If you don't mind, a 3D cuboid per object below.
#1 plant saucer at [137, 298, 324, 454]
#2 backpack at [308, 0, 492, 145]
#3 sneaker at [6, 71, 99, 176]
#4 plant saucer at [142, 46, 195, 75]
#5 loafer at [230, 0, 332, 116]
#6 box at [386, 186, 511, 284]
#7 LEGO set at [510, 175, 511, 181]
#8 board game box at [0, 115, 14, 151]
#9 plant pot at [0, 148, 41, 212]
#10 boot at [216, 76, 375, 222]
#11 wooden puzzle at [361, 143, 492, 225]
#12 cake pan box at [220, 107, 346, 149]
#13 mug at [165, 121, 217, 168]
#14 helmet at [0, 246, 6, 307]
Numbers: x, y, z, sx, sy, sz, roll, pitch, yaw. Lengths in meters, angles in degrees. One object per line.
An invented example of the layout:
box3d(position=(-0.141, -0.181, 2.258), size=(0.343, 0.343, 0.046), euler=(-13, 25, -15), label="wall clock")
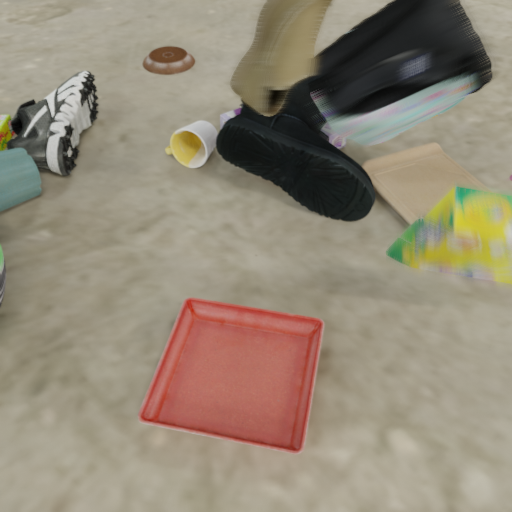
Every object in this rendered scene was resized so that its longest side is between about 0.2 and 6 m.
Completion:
box3d(position=(-0.251, 1.601, 7.599), size=(2.104, 0.387, 2.108), euler=(8, 45, 9), label="plant saucer")
box3d(position=(1.994, -2.643, 8.172), size=(2.360, 1.494, 1.970), euler=(-26, 61, 22), label="backpack")
box3d(position=(-4.259, -2.923, 11.661), size=(1.489, 1.094, 3.292), euler=(3, 47, -1), label="sneaker")
box3d(position=(-2.264, -5.094, 14.465), size=(1.364, 0.250, 1.364), euler=(0, 45, 0), label="plant saucer")
box3d(position=(0.433, -2.715, 7.351), size=(0.913, 2.401, 0.809), euler=(-35, 86, -26), label="loafer")
box3d(position=(2.554, -0.130, 5.763), size=(2.180, 1.279, 0.527), euler=(8, 73, -2), label="box")
box3d(position=(3.919, -0.570, 7.644), size=(0.672, 0.543, 1.460), euler=(-21, 86, -31), label="LEGO set")
box3d(position=(-6.149, -2.547, 11.747), size=(1.815, 0.432, 0.922), euler=(0, 45, 0), label="board game box")
box3d(position=(-4.646, -1.343, 10.082), size=(1.218, 1.244, 1.244), euler=(-27, 50, -35), label="plant pot")
box3d(position=(0.972, -2.281, 10.586), size=(3.226, 1.194, 2.644), euler=(26, 46, 1), label="boot")
box3d(position=(3.238, -1.238, 10.522), size=(1.903, 0.383, 2.057), euler=(-17, 52, -17), label="wooden puzzle")
box3d(position=(0.575, -2.591, 11.731), size=(1.923, 0.546, 2.088), euler=(-27, 52, -22), label="cake pan box")
box3d(position=(-1.269, -2.362, 11.346), size=(1.026, 0.822, 0.842), euler=(21, 40, 12), label="mug")
box3d(position=(-4.794, 0.245, 6.957), size=(3.307, 3.307, 3.153), euler=(-36, 92, -31), label="helmet")
